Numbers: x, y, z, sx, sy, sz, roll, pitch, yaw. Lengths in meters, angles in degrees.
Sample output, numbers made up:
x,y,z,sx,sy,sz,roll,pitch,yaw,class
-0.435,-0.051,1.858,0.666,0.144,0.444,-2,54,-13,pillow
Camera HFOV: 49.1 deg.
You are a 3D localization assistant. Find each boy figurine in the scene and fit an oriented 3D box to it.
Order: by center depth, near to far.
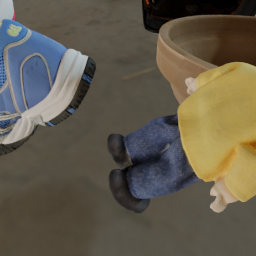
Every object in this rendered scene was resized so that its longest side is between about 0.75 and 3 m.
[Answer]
x,y,z,sx,sy,sz,roll,pitch,yaw,class
0.577,-0.018,1.654,1.496,0.482,0.930,-26,47,20,boy figurine

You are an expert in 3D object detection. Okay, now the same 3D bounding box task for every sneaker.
x,y,z,sx,sy,sz,roll,pitch,yaw,class
-1.719,-0.456,3.977,1.146,2.976,1.127,33,49,-30,sneaker

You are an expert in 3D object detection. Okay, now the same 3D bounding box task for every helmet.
x,y,z,sx,sy,sz,roll,pitch,yaw,class
1.637,-3.098,5.667,2.644,2.773,2.773,-3,49,-1,helmet

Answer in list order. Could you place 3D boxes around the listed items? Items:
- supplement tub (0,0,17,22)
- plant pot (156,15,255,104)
x,y,z,sx,sy,sz,roll,pitch,yaw,class
-2.792,-1.268,5.088,1.738,2.477,1.738,4,55,-6,supplement tub
1.562,-0.376,3.134,2.606,1.203,2.606,3,33,-2,plant pot
